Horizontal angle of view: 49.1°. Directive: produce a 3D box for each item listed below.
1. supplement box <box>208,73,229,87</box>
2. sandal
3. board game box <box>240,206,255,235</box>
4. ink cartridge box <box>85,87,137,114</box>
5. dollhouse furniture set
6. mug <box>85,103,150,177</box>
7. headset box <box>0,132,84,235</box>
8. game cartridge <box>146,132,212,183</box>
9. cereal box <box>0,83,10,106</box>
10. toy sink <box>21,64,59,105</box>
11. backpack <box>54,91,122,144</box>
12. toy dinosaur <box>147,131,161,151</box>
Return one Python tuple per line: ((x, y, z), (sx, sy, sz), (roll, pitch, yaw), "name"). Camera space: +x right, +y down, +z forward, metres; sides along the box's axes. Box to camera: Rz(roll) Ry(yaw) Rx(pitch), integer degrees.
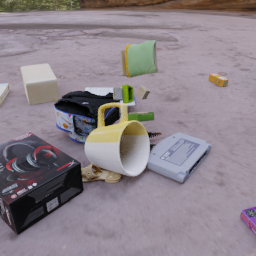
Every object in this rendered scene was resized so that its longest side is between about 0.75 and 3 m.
((4.794, -2.553, 14.869), (0.406, 0.392, 1.179), (-8, 30, -19), "supplement box")
((-0.934, 1.219, 7.971), (1.475, 0.485, 0.541), (4, 29, 6), "sandal")
((3.562, 2.423, 6.044), (1.202, 0.323, 2.002), (-13, 32, -14), "board game box")
((-0.827, -1.243, 12.432), (2.225, 0.452, 2.220), (-2, 29, -4), "ink cartridge box")
((0.191, -1.564, 9.301), (1.382, 2.765, 1.067), (-3, 1, 39), "dollhouse furniture set")
((-0.362, 0.410, 8.186), (1.559, 1.521, 1.899), (-2, 63, 37), "mug")
((-2.829, 1.207, 7.439), (2.696, 1.011, 2.004), (24, 37, 36), "headset box")
((1.554, 0.838, 8.775), (1.424, 0.437, 2.139), (23, 36, 29), "game cartridge")
((-6.492, -1.456, 12.834), (1.576, 0.433, 2.191), (-3, 29, -6), "cereal box")
((-4.178, -2.070, 13.208), (1.365, 1.173, 2.094), (-13, 37, -22), "toy sink")
((-1.469, -0.456, 9.810), (2.056, 1.663, 2.158), (18, 29, 14), "backpack")
((0.427, 0.319, 9.445), (1.515, 0.774, 1.029), (-34, 22, -15), "toy dinosaur")
